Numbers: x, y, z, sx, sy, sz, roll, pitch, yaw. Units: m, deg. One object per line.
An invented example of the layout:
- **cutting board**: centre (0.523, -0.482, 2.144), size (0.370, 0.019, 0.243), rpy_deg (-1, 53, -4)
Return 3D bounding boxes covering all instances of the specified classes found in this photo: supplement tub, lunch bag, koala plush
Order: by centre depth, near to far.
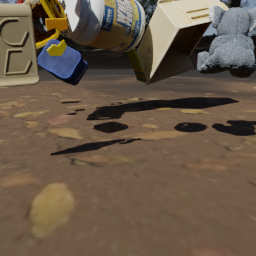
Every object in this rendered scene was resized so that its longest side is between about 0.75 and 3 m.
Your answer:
- **koala plush**: centre (2.355, -2.002, 6.322), size (1.337, 1.507, 1.385), rpy_deg (9, 5, 8)
- **lunch bag**: centre (-1.589, -1.569, 6.809), size (1.101, 0.748, 0.729), rpy_deg (32, -4, 12)
- **supplement tub**: centre (-0.885, -3.566, 9.194), size (2.538, 1.836, 1.836), rpy_deg (-3, 13, -42)

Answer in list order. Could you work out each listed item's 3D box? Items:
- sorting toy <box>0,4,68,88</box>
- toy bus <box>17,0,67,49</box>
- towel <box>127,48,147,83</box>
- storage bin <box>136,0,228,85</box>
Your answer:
- **sorting toy**: centre (-1.862, -1.345, 4.618), size (1.734, 1.292, 0.232), rpy_deg (-9, 28, -20)
- **toy bus**: centre (-2.413, -3.132, 7.930), size (2.413, 1.321, 2.557), rpy_deg (11, 48, 47)
- **towel**: centre (0.265, -2.448, 10.670), size (0.137, 1.516, 0.653), rpy_deg (-35, 30, -19)
- **storage bin**: centre (2.004, -3.388, 10.741), size (2.898, 1.368, 2.919), rpy_deg (-22, -20, -28)
